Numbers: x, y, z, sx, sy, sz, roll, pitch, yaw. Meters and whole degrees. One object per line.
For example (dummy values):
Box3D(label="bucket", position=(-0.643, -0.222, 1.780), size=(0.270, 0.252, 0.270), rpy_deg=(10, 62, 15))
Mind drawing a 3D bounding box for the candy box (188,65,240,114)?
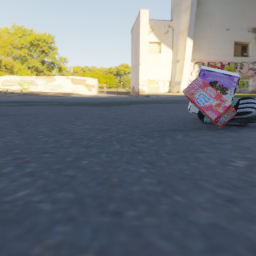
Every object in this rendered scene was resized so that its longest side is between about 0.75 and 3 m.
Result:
Box3D(label="candy box", position=(2.991, -1.228, 9.869), size=(1.360, 1.621, 0.580), rpy_deg=(14, 24, 6))

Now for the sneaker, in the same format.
Box3D(label="sneaker", position=(3.211, -0.355, 8.759), size=(1.006, 0.855, 2.297), rpy_deg=(30, -11, -25))

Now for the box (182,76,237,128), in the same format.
Box3D(label="box", position=(2.183, -0.706, 7.578), size=(1.336, 0.638, 0.666), rpy_deg=(51, 11, 35))
